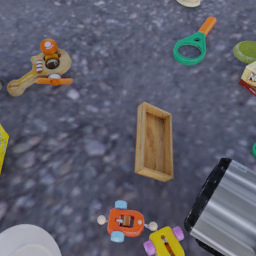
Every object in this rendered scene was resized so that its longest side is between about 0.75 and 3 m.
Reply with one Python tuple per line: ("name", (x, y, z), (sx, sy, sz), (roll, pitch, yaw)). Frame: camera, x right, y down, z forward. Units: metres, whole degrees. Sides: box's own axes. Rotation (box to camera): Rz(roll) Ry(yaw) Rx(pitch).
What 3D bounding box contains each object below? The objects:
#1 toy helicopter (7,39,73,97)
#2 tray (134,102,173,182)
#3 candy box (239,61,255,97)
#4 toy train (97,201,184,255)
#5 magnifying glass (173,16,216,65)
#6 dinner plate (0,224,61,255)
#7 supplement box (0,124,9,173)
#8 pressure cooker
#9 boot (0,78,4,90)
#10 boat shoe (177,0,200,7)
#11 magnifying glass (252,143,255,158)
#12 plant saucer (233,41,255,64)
("toy helicopter", (-2.609, -1.577, 8.385), (2.100, 0.828, 1.389), (-38, 72, -11))
("tray", (0.640, 0.318, 6.816), (0.898, 0.337, 1.822), (21, 53, -25))
("candy box", (4.944, -1.644, 8.267), (2.801, 0.775, 1.617), (-28, 60, -18))
("toy train", (0.226, 2.630, 5.434), (1.744, 0.646, 2.321), (1, 52, 1))
("magnifying glass", (2.393, -3.028, 9.573), (1.028, 0.289, 2.583), (26, 61, 17))
("dinner plate", (-1.707, 2.631, 4.732), (0.235, 1.938, 1.938), (-20, 50, 28))
("supplement box", (-4.381, 0.414, 6.471), (2.558, 1.392, 1.401), (-3, 55, -2))
("pressure cooker", (2.287, 1.726, 5.328), (2.000, 1.786, 1.759), (29, 57, 19))
("boot", (-4.846, -0.802, 7.774), (2.585, 0.875, 1.688), (3, 61, 10))
("boat shoe", (2.265, -5.807, 11.075), (0.958, 0.899, 2.600), (-8, 56, -5))
("magnifying glass", (3.628, 0.310, 7.326), (0.539, 0.152, 1.355), (23, 60, 16))
("plant saucer", (4.064, -2.553, 9.275), (1.098, 0.171, 1.098), (0, 55, -1))
